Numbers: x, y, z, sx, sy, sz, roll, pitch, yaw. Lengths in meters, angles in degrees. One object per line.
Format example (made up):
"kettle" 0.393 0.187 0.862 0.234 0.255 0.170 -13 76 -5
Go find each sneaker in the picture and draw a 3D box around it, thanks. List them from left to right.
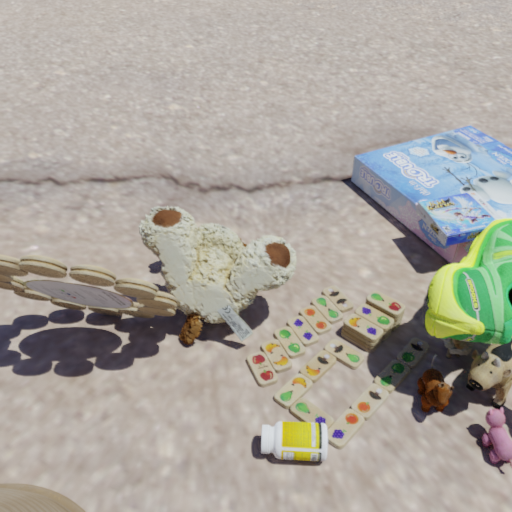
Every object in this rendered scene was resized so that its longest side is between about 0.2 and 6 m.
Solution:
"sneaker" 3.483 0.429 7.812 1.369 1.213 3.276 20 33 33

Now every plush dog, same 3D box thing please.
"plush dog" -0.659 0.169 8.807 2.340 1.877 2.009 16 22 -2

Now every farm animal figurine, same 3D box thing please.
"farm animal figurine" 3.200 1.586 7.197 1.989 1.037 1.967 20 43 24

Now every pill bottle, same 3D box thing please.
"pill bottle" 0.461 2.258 6.846 0.792 0.445 0.445 2 39 2

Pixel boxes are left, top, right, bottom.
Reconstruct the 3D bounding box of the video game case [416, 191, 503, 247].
"video game case" 3.471 -0.656 9.513 1.125 0.256 1.019 -11 40 -10

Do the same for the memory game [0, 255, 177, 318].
"memory game" -2.387 0.453 7.565 2.757 2.757 0.176 6 72 8

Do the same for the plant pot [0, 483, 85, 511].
"plant pot" -2.730 3.199 4.996 2.879 1.329 2.879 1 38 -1

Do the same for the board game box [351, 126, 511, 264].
"board game box" 4.113 -1.388 11.154 3.175 0.692 3.191 -18 42 -20

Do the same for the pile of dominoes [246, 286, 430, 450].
"pile of dominoes" 1.167 1.315 8.059 1.932 0.395 2.479 29 47 31
